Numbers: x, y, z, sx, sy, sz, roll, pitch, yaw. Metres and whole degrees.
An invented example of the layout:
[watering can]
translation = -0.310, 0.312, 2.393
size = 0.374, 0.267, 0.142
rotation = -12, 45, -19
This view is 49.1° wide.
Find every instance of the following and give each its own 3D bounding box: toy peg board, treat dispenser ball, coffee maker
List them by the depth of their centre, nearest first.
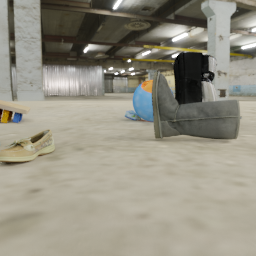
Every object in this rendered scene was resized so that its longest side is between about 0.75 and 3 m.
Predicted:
[coffee maker]
translation = 2.319, -1.622, 10.804
size = 2.387, 2.485, 1.674
rotation = 12, -27, -19
[toy peg board]
translation = -5.347, -0.605, 11.943
size = 2.000, 0.982, 2.008
rotation = 14, 4, -17
[treat dispenser ball]
translation = 1.088, -1.164, 12.038
size = 1.793, 1.793, 1.793
rotation = 0, 7, 0

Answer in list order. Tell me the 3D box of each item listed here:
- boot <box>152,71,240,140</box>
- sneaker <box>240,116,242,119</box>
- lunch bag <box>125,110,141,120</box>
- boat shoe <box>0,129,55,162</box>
[boot]
translation = 1.631, -0.530, 6.796
size = 2.033, 1.848, 0.738
rotation = -2, 22, 15
[sneaker]
translation = 4.046, -0.520, 11.644
size = 1.273, 0.708, 1.820
rotation = 5, 16, 17
[lunch bag]
translation = 0.239, -0.586, 12.760
size = 0.648, 0.332, 0.806
rotation = 21, 15, 18
[boat shoe]
translation = -1.881, 0.330, 5.238
size = 0.530, 0.453, 1.445
rotation = 2, 7, 14
